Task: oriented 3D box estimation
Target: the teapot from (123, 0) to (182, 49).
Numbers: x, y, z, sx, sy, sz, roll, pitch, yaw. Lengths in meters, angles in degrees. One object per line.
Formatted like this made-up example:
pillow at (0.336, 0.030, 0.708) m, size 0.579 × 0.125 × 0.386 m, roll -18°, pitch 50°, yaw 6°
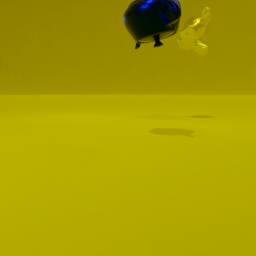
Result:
teapot at (0.539, -2.287, 6.217) m, size 1.283 × 1.010 × 2.063 m, roll -16°, pitch 7°, yaw -23°

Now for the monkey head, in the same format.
monkey head at (2.604, -3.395, 10.413) m, size 1.169 × 1.395 × 1.939 m, roll -42°, pitch -15°, yaw -21°
